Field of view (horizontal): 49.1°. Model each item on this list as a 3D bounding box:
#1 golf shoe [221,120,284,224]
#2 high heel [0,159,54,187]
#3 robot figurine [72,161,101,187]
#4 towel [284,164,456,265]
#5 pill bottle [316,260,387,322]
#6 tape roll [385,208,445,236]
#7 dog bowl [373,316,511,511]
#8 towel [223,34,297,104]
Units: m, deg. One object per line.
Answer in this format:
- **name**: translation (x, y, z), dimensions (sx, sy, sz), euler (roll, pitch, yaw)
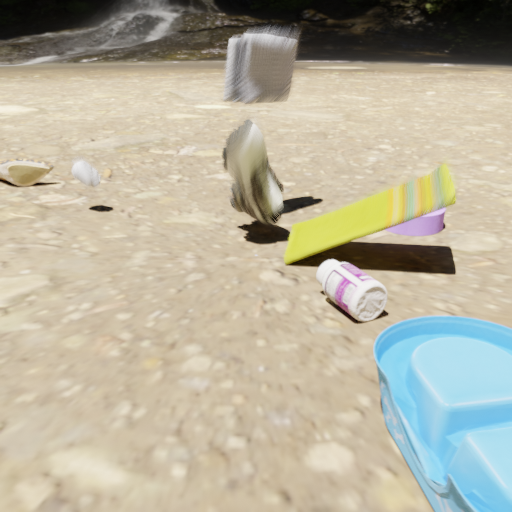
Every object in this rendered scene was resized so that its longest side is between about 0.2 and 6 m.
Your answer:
- **golf shoe**: translation (0.064, -1.296, 9.030), dimensions (0.993, 2.102, 0.817), euler (37, 72, 22)
- **high heel**: translation (-5.450, -2.037, 12.713), dimensions (1.800, 0.643, 1.283), euler (-12, 31, -5)
- **robot figurine**: translation (-3.221, -1.548, 10.566), dimensions (0.595, 0.505, 0.336), euler (35, 42, 6)
- **towel**: translation (1.649, -0.613, 8.442), dimensions (2.632, 0.238, 1.133), euler (-21, 22, 23)
- **pill bottle**: translation (1.203, 0.411, 7.264), dimensions (0.543, 0.543, 0.967), euler (-11, 27, -24)
- **tape roll**: translation (2.784, -0.735, 10.110), dimensions (1.172, 0.385, 1.172), euler (-1, 24, 0)
- **dog bowl**: translation (1.995, 1.505, 4.512), dimensions (1.646, 0.732, 2.953), euler (-4, 24, -9)
- **towel**: translation (0.110, -3.171, 9.549), dimensions (0.573, 1.109, 1.340), euler (30, 34, 33)
